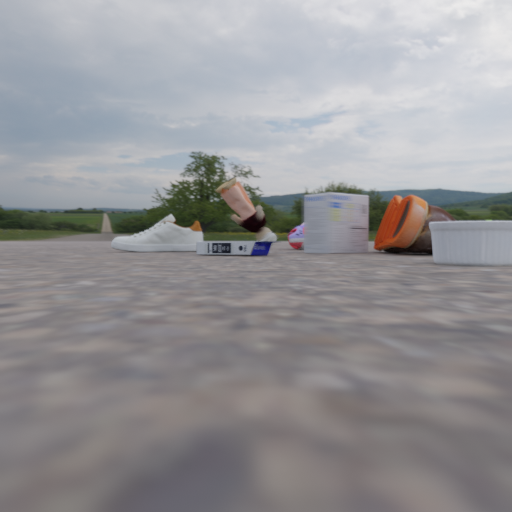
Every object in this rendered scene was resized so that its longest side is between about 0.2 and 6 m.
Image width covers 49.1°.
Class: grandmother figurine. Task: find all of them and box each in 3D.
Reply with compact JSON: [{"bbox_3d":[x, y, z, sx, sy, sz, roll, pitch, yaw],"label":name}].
[{"bbox_3d":[-0.121,-0.768,10.645,0.454,1.499,0.909,-42,16,-22],"label":"grandmother figurine"}]

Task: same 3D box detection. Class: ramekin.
[{"bbox_3d":[2.525,-0.142,6.455,1.028,0.501,1.028,1,2,0],"label":"ramekin"}]

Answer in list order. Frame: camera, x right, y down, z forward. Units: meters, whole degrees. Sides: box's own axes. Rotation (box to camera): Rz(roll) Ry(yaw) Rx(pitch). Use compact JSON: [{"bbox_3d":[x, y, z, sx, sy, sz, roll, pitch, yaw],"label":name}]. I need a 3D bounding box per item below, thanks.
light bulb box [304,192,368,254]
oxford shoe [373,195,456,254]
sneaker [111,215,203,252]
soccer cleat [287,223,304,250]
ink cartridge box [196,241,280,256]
[{"bbox_3d":[1.611,-0.638,11.242,1.172,1.182,0.738,-1,2,-39],"label":"light bulb box"},{"bbox_3d":[3.093,-0.449,10.897,1.207,1.180,3.310,20,7,2],"label":"oxford shoe"},{"bbox_3d":[-2.154,-0.483,12.201,1.961,0.830,0.714,-2,4,-11],"label":"sneaker"},{"bbox_3d":[1.209,-0.527,14.810,0.915,0.798,2.393,-2,5,-2],"label":"soccer cleat"},{"bbox_3d":[-0.296,-0.131,9.614,1.338,0.262,0.666,-1,-1,28],"label":"ink cartridge box"}]
